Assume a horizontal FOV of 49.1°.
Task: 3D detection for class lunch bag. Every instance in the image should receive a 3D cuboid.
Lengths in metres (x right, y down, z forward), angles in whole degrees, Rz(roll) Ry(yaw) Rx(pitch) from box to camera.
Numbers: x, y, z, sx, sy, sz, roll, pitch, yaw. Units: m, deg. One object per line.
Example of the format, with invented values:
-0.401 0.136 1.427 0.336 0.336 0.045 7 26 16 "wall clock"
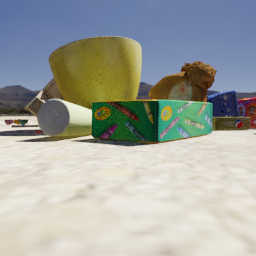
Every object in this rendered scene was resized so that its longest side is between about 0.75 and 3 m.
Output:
5.532 -0.516 10.487 2.396 1.114 2.720 4 2 -17 "lunch bag"

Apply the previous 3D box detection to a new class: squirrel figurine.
2.185 -1.177 10.250 1.841 2.601 2.428 36 -1 18 "squirrel figurine"

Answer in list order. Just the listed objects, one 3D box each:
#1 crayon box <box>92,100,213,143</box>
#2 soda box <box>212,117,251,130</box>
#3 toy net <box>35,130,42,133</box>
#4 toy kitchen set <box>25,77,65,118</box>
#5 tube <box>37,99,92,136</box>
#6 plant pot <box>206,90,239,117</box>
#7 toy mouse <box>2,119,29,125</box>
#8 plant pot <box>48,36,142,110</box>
0.672 -0.200 6.305 1.592 0.781 2.681 2 4 37 "crayon box"
3.175 -0.141 8.789 1.284 0.411 0.435 -1 2 -16 "soda box"
-2.141 0.036 7.434 0.555 0.204 1.058 -1 4 -26 "toy net"
-2.649 -1.168 12.471 2.325 2.850 2.571 43 -13 -19 "toy kitchen set"
-1.064 -0.139 6.903 0.855 0.765 2.949 42 9 13 "tube"
3.220 -0.637 10.305 1.196 1.331 1.331 -8 3 -1 "plant pot"
-4.991 -0.269 12.560 1.383 0.268 1.229 -2 3 -29 "toy mouse"
-0.875 -1.295 8.970 2.978 2.114 2.978 -9 -4 -1 "plant pot"
